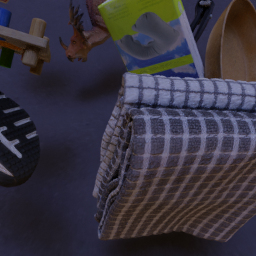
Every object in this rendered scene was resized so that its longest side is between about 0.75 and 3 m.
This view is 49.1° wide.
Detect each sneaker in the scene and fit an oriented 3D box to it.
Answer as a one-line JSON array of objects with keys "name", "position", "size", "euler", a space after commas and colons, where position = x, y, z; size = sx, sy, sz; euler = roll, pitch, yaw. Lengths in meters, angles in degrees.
[{"name": "sneaker", "position": [-2.137, -0.165, 3.390], "size": [2.584, 1.034, 0.952], "euler": [41, 18, 11]}]

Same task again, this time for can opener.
[{"name": "can opener", "position": [2.168, -3.181, 8.375], "size": [0.579, 0.718, 1.827], "euler": [11, 59, 22]}]

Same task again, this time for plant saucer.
[{"name": "plant saucer", "position": [2.112, -1.032, 5.387], "size": [0.484, 2.735, 2.735], "euler": [0, 42, 41]}]

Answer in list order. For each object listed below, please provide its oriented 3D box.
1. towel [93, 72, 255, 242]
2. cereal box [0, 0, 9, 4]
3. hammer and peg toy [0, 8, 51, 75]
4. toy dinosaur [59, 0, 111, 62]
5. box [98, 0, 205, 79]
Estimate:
[{"name": "towel", "position": [0.785, 0.658, 3.787], "size": [2.302, 2.780, 1.190], "euler": [-1, 49, -16]}, {"name": "cereal box", "position": [-2.557, -3.965, 6.332], "size": [0.379, 1.916, 1.379], "euler": [-1, 75, -49]}, {"name": "hammer and peg toy", "position": [-2.306, -1.490, 4.458], "size": [2.095, 1.541, 0.739], "euler": [14, 91, -15]}, {"name": "toy dinosaur", "position": [-0.693, -3.199, 7.300], "size": [1.952, 1.236, 2.880], "euler": [7, 83, -10]}, {"name": "box", "position": [0.511, -1.378, 4.911], "size": [1.282, 2.102, 0.501], "euler": [-9, 33, 32]}]
